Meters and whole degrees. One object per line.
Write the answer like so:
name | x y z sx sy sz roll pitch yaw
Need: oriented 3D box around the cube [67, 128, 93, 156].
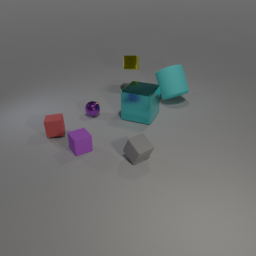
cube | -1.799 0.510 10.541 0.700 0.700 0.700 -17 34 -27

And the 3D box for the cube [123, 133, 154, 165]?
cube | 0.365 0.743 9.876 0.700 0.700 0.700 -20 60 -33

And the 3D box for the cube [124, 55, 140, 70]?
cube | 0.189 -3.411 14.660 0.700 0.700 0.700 3 10 14

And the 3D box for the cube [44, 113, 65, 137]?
cube | -2.985 -0.115 11.424 0.700 0.700 0.700 -7 27 -6

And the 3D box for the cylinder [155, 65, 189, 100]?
cylinder | 2.226 -2.287 14.132 1.400 1.400 1.400 -16 -2 -1

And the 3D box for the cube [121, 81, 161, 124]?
cube | 0.581 -1.180 12.702 1.400 1.400 1.400 12 31 19

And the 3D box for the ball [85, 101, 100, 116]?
ball | -1.626 -0.890 12.868 0.700 0.700 0.700 0 30 0
